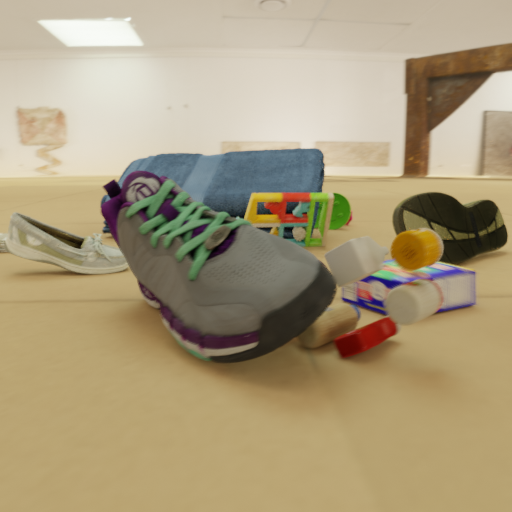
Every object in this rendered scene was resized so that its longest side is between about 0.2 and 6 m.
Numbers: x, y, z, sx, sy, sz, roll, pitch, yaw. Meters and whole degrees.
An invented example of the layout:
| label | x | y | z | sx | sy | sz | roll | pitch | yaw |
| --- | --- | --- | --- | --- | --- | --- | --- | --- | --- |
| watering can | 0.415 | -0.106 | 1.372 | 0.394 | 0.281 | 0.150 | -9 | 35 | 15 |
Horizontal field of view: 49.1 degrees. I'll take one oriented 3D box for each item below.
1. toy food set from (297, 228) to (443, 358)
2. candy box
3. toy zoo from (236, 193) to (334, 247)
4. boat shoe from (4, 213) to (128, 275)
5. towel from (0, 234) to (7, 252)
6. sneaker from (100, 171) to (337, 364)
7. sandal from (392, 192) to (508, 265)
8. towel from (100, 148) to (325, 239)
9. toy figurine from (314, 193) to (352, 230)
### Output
| label | x | y | z | sx | sy | sz | roll | pitch | yaw |
| --- | --- | --- | --- | --- | --- | --- | --- | --- | --- |
| toy food set | 1.001 | 0.348 | 5.051 | 0.834 | 0.884 | 1.853 | -11 | -16 | -47 |
| candy box | 1.782 | 0.346 | 6.578 | 1.202 | 0.463 | 1.016 | -6 | 11 | -31 |
| toy zoo | 0.491 | -0.642 | 10.317 | 1.743 | 1.143 | 0.178 | -1 | 40 | -7 |
| boat shoe | -2.757 | -0.164 | 8.305 | 1.790 | 0.574 | 0.660 | 14 | 18 | -11 |
| towel | -5.135 | -0.252 | 10.528 | 2.079 | 0.248 | 1.527 | -1 | 8 | -16 |
| sneaker | -0.719 | -0.077 | 5.289 | 1.276 | 1.501 | 3.429 | -42 | 23 | -21 |
| sandal | 3.230 | -0.383 | 9.424 | 2.950 | 1.171 | 0.842 | -1 | -9 | -41 |
| towel | -0.833 | -1.340 | 12.056 | 4.590 | 1.114 | 2.563 | 0 | 37 | 15 |
| toy figurine | 1.877 | -0.956 | 13.598 | 1.172 | 0.880 | 1.079 | -22 | -13 | 22 |
